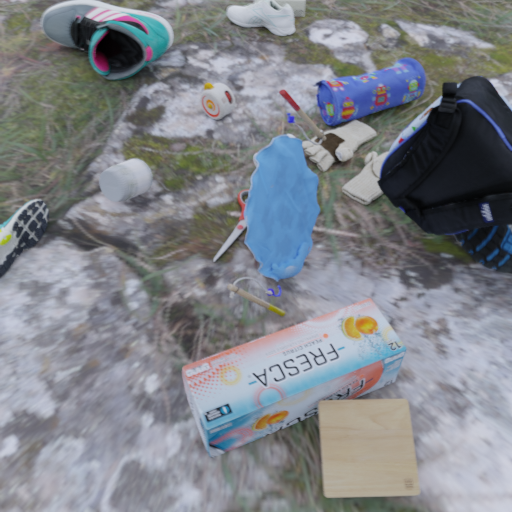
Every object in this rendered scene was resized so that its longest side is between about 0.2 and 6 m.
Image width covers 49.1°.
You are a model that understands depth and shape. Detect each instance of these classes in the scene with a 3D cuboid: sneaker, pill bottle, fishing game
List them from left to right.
[{"bbox_3d":[-4.119,-0.352,9.185,0.692,0.673,1.736,15,50,25],"label":"sneaker"},{"bbox_3d":[-3.669,-4.930,12.875,3.157,1.320,1.906,7,39,4],"label":"sneaker"},{"bbox_3d":[0.127,-6.258,14.368,1.904,0.763,0.670,19,52,18],"label":"sneaker"},{"bbox_3d":[0.395,-1.938,10.636,0.848,0.464,0.464,-38,58,-21],"label":"pill bottle"},{"bbox_3d":[0.352,-0.703,8.279,0.476,2.191,3.060,7,80,31],"label":"fishing game"},{"bbox_3d":[3.754,-0.991,9.498,1.297,1.122,2.993,-13,54,-32],"label":"sneaker"}]

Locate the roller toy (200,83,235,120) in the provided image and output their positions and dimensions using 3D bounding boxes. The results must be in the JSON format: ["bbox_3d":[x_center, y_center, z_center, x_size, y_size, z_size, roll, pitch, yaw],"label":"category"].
[{"bbox_3d":[-0.818,-3.223,11.693,0.659,0.722,0.505,37,57,15],"label":"roller toy"}]

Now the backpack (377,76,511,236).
[{"bbox_3d":[2.913,-1.360,8.150,2.166,2.063,1.669,48,47,-6],"label":"backpack"}]

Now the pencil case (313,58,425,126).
[{"bbox_3d":[2.342,-3.451,11.749,2.357,0.920,1.024,-20,35,-17],"label":"pencil case"}]

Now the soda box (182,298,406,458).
[{"bbox_3d":[0.502,1.549,7.297,2.769,0.880,0.947,-18,51,-14],"label":"soda box"}]

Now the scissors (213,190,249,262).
[{"bbox_3d":[-0.164,-0.543,9.663,0.697,0.133,1.906,12,48,8],"label":"scissors"}]

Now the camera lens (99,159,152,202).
[{"bbox_3d":[-2.253,-1.322,9.786,0.626,0.626,0.783,27,35,22],"label":"camera lens"}]

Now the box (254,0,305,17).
[{"bbox_3d":[0.630,-6.730,14.974,1.349,0.461,0.554,2,48,3],"label":"box"}]

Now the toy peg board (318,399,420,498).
[{"bbox_3d":[1.332,2.379,6.896,1.105,0.540,1.100,-1,64,0],"label":"toy peg board"}]

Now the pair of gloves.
[{"bbox_3d":[2.022,-1.900,10.736,1.720,0.355,2.022,-29,55,-24],"label":"pair of gloves"}]
